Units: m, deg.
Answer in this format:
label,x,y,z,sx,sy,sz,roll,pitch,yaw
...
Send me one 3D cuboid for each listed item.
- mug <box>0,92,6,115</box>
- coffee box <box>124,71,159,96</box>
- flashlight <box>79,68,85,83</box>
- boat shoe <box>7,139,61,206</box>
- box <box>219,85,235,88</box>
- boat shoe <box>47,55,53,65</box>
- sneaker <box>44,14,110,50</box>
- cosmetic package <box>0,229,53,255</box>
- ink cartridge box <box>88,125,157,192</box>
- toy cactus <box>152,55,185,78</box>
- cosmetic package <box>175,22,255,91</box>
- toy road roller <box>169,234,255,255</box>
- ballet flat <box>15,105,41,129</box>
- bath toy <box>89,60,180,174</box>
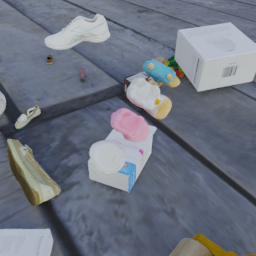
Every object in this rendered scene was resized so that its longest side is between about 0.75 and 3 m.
label,x,y,z,sx,sy,sz,roll,pitch,yaw
mug,-5.425,-0.894,10.310,1.528,1.862,1.491,30,5,21
coffee box,0.586,-1.834,11.652,1.486,0.850,0.592,-24,44,-28
flashlight,-2.115,-2.412,12.833,0.298,0.299,0.880,-5,38,-5
boat shoe,-2.776,1.125,7.947,0.767,0.889,2.438,-17,42,-34
box,4.250,-2.102,12.359,0.752,0.392,0.685,-5,40,-5
boat shoe,-3.982,-3.525,14.244,0.309,0.290,0.859,-6,39,-8
sneaker,-1.948,-3.630,10.442,2.469,0.989,0.868,-15,48,-4
cosmetic package,-2.573,3.136,5.575,1.684,0.577,2.234,-1,38,1
ink cartridge box,-0.081,0.727,8.473,1.289,0.759,2.238,16,41,19
toy cactus,2.030,-3.186,13.351,1.900,1.178,2.303,8,47,25
cosmetic package,3.682,-3.076,11.881,2.554,1.575,2.562,-11,48,-10
toy road roller,1.771,2.844,4.961,2.451,1.789,1.506,28,46,31
ballet flat,-3.713,-0.440,10.265,0.413,0.382,1.224,17,42,20
bath toy,0.092,-0.134,4.851,0.895,2.058,0.761,35,-6,-13
